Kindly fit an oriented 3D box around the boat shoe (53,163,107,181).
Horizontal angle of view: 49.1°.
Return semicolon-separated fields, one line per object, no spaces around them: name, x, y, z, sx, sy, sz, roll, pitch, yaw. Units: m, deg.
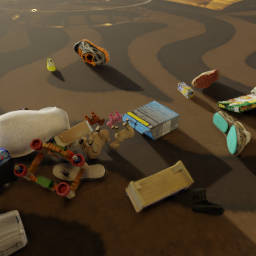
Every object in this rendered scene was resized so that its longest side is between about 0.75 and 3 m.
boat shoe;-1.511;1.424;8.907;1.706;0.486;0.570;-1;72;9

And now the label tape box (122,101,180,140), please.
label tape box;0.806;-0.230;11.015;2.013;0.637;1.451;-25;42;-31

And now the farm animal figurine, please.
farm animal figurine;-0.891;0.347;9.897;2.025;1.056;2.003;17;55;38

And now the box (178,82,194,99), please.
box;2.789;-1.834;13.541;0.326;0.356;1.015;-11;37;-16

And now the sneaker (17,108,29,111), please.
sneaker;-4.666;-0.544;11.817;0.409;0.354;0.935;3;29;31

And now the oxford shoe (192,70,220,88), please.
oxford shoe;3.876;-2.459;14.341;1.937;0.686;0.715;-23;18;-30

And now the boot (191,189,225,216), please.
boot;2.252;2.085;7.987;0.922;0.347;0.689;6;35;9

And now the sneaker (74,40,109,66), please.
sneaker;-2.403;-4.456;16.697;2.823;1.105;1.090;28;53;35

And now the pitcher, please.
pitcher;-3.562;-0.034;10.057;2.547;1.544;2.185;-20;26;-21

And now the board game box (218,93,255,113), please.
board game box;5.398;-1.180;12.372;2.506;0.294;1.313;-15;22;-20

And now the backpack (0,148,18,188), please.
backpack;-4.653;1.208;8.383;2.015;1.356;1.840;20;41;28

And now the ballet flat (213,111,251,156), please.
ballet flat;3.983;0.136;10.420;0.935;0.842;2.484;6;31;-7

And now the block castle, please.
block castle;-2.293;1.162;8.406;1.976;0.927;1.320;17;67;22

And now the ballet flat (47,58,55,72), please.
ballet flat;-4.450;-3.651;16.052;0.438;0.439;1.310;-11;37;-15

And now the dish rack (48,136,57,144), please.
dish rack;-2.902;0.187;10.718;1.167;0.318;0.895;30;47;34

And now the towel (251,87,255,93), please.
towel;6.510;-1.828;13.723;0.697;0.143;0.934;25;42;30

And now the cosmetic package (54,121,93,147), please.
cosmetic package;-1.797;0.208;9.309;1.179;0.419;0.620;-28;0;-2

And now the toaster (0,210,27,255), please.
toaster;-3.036;2.595;6.997;0.780;0.687;1.208;-16;35;-27

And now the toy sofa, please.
toy sofa;0.905;1.750;8.255;1.855;0.905;0.768;-18;64;-24
